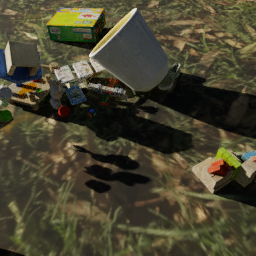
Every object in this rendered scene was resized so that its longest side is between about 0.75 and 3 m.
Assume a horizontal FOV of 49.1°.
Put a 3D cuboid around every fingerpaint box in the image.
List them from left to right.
[{"bbox_3d":[-2.318,-4.761,12.900,2.201,0.807,1.836,5,47,11],"label":"fingerpaint box"}]

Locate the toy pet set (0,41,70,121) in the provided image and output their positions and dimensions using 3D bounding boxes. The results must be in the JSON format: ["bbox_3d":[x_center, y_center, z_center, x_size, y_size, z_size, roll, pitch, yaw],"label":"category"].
[{"bbox_3d":[-3.521,-1.305,8.800,2.736,1.453,2.554,-5,80,-33],"label":"toy pet set"}]

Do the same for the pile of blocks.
[{"bbox_3d":[3.308,0.882,7.575,2.986,0.928,1.226,-5,47,-5],"label":"pile of blocks"}]

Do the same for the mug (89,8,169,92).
[{"bbox_3d":[0.300,-2.646,9.886,2.257,2.202,2.750,43,40,-20],"label":"mug"}]

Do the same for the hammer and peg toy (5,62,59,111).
[{"bbox_3d":[-3.378,-1.584,10.044,1.520,0.729,2.067,14,48,15],"label":"hammer and peg toy"}]

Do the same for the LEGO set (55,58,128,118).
[{"bbox_3d":[-1.266,-1.404,9.883,1.929,0.634,2.582,-22,56,-15],"label":"LEGO set"}]

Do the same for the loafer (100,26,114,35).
[{"bbox_3d":[-1.006,-4.571,13.135,0.800,0.289,0.291,-18,50,-15],"label":"loafer"}]

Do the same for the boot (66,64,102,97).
[{"bbox_3d":[-1.529,-1.713,10.273,1.545,0.557,1.195,-20,49,-11],"label":"boot"}]

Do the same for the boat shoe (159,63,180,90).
[{"bbox_3d":[1.566,-1.971,10.581,0.523,0.450,1.452,21,50,19],"label":"boat shoe"}]
